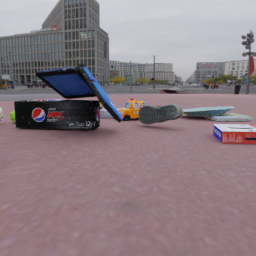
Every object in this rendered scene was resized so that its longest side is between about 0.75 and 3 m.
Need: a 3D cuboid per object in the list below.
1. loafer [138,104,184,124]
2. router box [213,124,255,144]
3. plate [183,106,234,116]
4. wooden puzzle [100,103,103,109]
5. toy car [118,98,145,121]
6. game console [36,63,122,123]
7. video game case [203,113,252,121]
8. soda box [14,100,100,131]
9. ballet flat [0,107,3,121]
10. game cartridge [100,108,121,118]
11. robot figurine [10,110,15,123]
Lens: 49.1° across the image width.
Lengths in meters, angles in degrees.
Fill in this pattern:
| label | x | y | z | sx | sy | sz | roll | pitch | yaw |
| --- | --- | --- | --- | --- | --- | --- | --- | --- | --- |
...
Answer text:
| label | x | y | z | sx | sy | sz | roll | pitch | yaw |
| --- | --- | --- | --- | --- | --- | --- | --- | --- | --- |
| loafer | 1.203 | -0.483 | 10.379 | 0.690 | 0.745 | 1.981 | 4 | -2 | -45 |
| router box | 3.250 | 0.158 | 8.169 | 1.270 | 0.346 | 1.415 | 1 | 9 | 6 |
| plate | 3.764 | -0.789 | 13.513 | 2.566 | 0.328 | 2.566 | -5 | 5 | 0 |
| wooden puzzle | -1.763 | -0.830 | 13.501 | 1.302 | 0.226 | 1.929 | -13 | 15 | 48 |
| toy car | 0.207 | -1.004 | 13.602 | 1.467 | 0.996 | 2.992 | 0 | 10 | 0 |
| game console | -1.431 | -0.920 | 8.877 | 1.404 | 2.025 | 2.373 | -34 | -17 | 3 |
| video game case | 4.543 | -0.507 | 12.952 | 1.588 | 0.192 | 1.745 | -1 | 9 | -4 |
| soda box | -2.530 | -0.507 | 10.141 | 2.943 | 1.041 | 0.932 | 2 | 8 | 9 |
| ballet flat | -5.882 | -0.620 | 11.340 | 2.859 | 1.081 | 0.914 | 8 | -7 | 26 |
| game cartridge | -0.530 | -0.744 | 13.923 | 2.170 | 0.451 | 1.445 | 0 | 5 | -2 |
| robot figurine | -4.451 | -0.477 | 11.659 | 0.943 | 0.545 | 0.827 | 3 | 9 | 19 |
